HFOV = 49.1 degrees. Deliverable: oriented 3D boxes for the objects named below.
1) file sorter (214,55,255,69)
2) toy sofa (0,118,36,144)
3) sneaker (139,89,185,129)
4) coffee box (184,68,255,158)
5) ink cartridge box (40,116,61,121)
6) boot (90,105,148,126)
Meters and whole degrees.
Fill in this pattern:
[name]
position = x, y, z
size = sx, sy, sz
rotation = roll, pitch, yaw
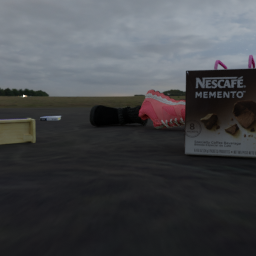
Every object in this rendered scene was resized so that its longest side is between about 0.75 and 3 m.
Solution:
[file sorter]
position = 3.453, -0.603, 6.080
size = 2.993, 1.877, 2.080
rotation = 3, 6, 26
[toy sofa]
position = -2.714, 0.074, 6.014
size = 1.317, 0.545, 0.643
rotation = -4, 8, -38
[sneaker]
position = 1.424, -0.348, 9.170
size = 2.656, 1.152, 0.979
rotation = 25, -11, 44
[coffee box]
position = 2.254, -0.254, 4.698
size = 2.532, 1.431, 1.010
rotation = 2, 5, 17
[ink cartridge box]
position = -3.839, -0.481, 13.999
size = 0.870, 0.207, 0.880
rotation = -2, 4, -1
[boot]
position = -0.288, -0.460, 10.410
size = 1.567, 0.789, 2.096
rotation = 3, 6, 28
